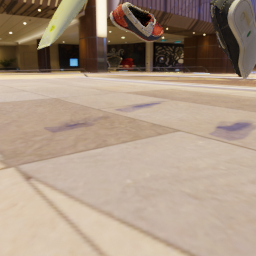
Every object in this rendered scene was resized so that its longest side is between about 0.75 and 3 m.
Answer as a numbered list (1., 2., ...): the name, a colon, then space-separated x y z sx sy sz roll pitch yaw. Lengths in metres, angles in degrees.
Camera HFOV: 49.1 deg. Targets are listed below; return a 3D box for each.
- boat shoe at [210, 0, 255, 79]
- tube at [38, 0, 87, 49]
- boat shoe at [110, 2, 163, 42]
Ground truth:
1. boat shoe: 2.917 -2.387 7.574 0.912 0.968 2.696 31 -11 42
2. tube: -1.739 -3.081 7.664 0.579 2.229 0.647 27 -13 5
3. boat shoe: 0.574 -4.206 11.145 2.807 0.999 0.878 3 -18 -45
